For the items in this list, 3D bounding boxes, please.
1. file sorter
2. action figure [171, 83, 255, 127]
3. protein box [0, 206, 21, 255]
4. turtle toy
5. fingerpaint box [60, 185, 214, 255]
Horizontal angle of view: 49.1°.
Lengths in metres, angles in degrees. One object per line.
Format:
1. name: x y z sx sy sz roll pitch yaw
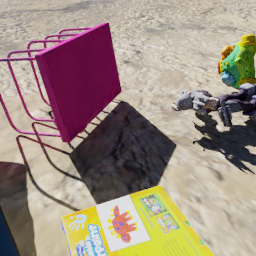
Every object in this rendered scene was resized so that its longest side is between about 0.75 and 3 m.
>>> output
1. file sorter: -1.759 -1.339 7.437 1.873 2.076 2.987 4 32 25
2. action figure: 2.451 -0.600 7.279 2.779 0.964 1.808 -3 26 -12
3. protein box: -3.000 1.909 2.600 2.758 1.861 2.738 10 36 15
4. turtle toy: 3.502 -1.928 8.930 1.136 1.638 2.248 -1 2 26
5. fingerpaint box: 0.176 1.891 3.728 1.700 0.748 2.038 -13 34 -20
